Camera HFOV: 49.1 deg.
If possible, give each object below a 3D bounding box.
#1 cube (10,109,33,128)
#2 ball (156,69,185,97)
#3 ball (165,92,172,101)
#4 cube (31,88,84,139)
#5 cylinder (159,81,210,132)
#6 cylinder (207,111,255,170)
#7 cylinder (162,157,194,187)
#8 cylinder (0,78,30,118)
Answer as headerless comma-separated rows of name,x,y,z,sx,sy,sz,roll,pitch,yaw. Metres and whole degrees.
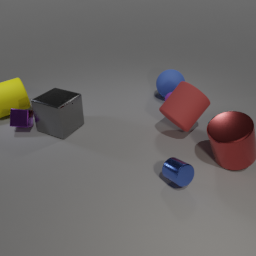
cube,-4.259,-0.400,11.246,0.700,0.700,0.700,4,3,-2
ball,2.075,-2.142,13.642,1.400,1.400,1.400,0,31,0
ball,1.971,-1.237,12.383,0.700,0.700,0.700,0,31,0
cube,-2.760,-0.619,11.194,1.400,1.400,1.400,15,35,24
cylinder,2.141,-0.811,10.648,1.400,1.400,1.400,-51,43,2
cylinder,3.392,0.413,9.095,1.400,1.400,1.400,-17,40,15
cylinder,1.502,1.308,8.407,0.700,0.700,0.700,-17,21,-26
cylinder,-5.203,-1.328,12.230,1.400,1.400,1.400,-23,38,-23
